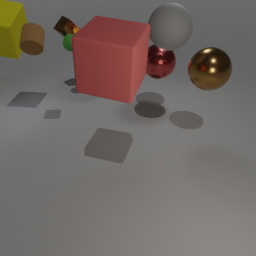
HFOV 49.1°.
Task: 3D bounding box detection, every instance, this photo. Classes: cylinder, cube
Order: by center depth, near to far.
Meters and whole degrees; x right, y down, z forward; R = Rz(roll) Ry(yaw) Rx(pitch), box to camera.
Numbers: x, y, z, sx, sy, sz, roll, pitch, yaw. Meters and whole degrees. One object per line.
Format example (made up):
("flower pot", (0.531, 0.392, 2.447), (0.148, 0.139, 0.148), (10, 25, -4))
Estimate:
("cube", (-0.359, -1.639, 6.614), (1.400, 1.400, 1.400), (13, 42, 11))
("cylinder", (-2.954, -2.742, 8.660), (0.700, 0.700, 0.700), (-2, 66, -3))
("cube", (-4.481, -3.519, 9.910), (1.400, 1.400, 1.400), (9, 55, -1))
("cube", (-2.677, -4.334, 12.237), (0.700, 0.700, 0.700), (38, 3, 39))

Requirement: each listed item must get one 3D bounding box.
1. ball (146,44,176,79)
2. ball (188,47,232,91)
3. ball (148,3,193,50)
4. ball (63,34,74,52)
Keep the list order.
("ball", (1.243, -2.694, 11.345), (1.400, 1.400, 1.400), (0, 32, 0))
("ball", (2.677, -1.927, 9.187), (1.400, 1.400, 1.400), (0, 32, 0))
("ball", (1.311, -3.147, 8.746), (1.400, 1.400, 1.400), (0, 32, 0))
("ball", (-2.360, -3.543, 11.655), (0.700, 0.700, 0.700), (0, 32, 0))
